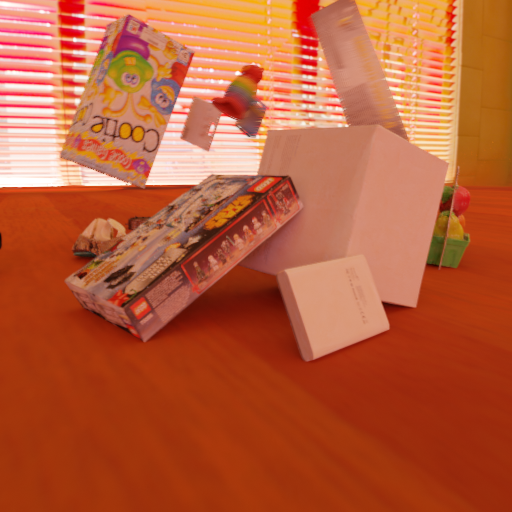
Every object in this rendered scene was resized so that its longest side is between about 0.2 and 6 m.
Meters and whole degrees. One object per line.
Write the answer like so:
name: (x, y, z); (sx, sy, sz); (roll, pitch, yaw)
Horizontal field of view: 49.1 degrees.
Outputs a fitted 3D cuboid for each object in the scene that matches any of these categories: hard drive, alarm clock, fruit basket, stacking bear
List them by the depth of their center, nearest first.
hard drive: (0.813, 0.484, 5.700); (1.322, 0.872, 0.176); (-9, -12, -46)
fruit basket: (3.457, -0.734, 10.169); (0.839, 1.791, 1.659); (4, 11, 19)
stacking bear: (-0.256, -3.256, 10.896); (0.669, 1.101, 0.626); (15, -19, 47)
alarm clock: (-3.144, -0.902, 15.639); (0.758, 0.374, 1.124); (-7, 15, -37)

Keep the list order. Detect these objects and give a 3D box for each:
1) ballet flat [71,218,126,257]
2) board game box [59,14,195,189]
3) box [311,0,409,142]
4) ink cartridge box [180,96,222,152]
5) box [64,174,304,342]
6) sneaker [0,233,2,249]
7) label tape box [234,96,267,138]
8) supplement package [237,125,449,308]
ballet flat: (-2.722, -0.265, 10.195); (0.757, 0.841, 2.233); (3, 5, -37)
board game box: (-2.807, -3.237, 12.061); (1.628, 3.104, 1.599); (19, 2, -32)
box: (2.584, -2.988, 12.105); (0.972, 4.020, 3.183); (-20, -23, 18)
ink cartridge box: (-1.273, -3.159, 13.484); (0.959, 1.088, 0.243); (30, 19, 24)
box: (-0.887, -0.140, 6.875); (2.568, 0.512, 1.758); (-40, 29, -25)
sneaker: (-4.899, -0.275, 8.289); (1.205, 1.008, 2.656); (2, 8, 14)
label tape box: (-0.108, -2.939, 11.806); (0.244, 0.738, 0.529); (14, -9, 38)
supplement package: (1.085, -0.541, 7.491); (1.530, 1.989, 2.080); (14, 0, -38)
